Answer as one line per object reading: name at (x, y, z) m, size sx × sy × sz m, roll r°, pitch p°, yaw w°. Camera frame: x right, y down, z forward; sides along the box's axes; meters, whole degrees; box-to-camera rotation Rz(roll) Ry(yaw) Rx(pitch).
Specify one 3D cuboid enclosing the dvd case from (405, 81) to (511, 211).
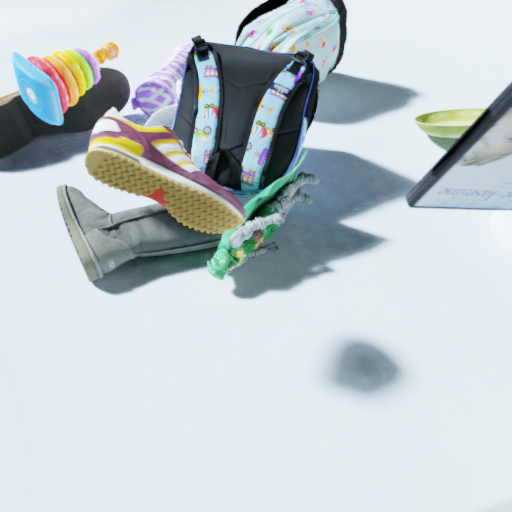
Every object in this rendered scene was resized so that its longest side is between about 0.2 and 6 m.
dvd case at (2.742, -1.081, 5.709) m, size 1.583 × 2.219 × 0.195 m, roll -1°, pitch 65°, yaw -16°

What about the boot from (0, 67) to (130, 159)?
boot at (-4.441, -3.194, 11.747) m, size 3.643 × 1.341 × 1.375 m, roll -28°, pitch 39°, yaw -26°

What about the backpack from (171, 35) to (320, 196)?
backpack at (-0.241, -2.225, 10.006) m, size 2.476 × 1.824 × 2.712 m, roll 9°, pitch 75°, yaw 5°

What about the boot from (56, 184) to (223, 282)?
boot at (-1.788, -0.654, 8.890) m, size 2.336 × 0.848 × 2.124 m, roll -23°, pitch 58°, yaw -16°

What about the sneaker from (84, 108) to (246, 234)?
sneaker at (-0.911, -0.988, 6.389) m, size 1.962 × 0.735 × 0.884 m, roll 27°, pitch 52°, yaw -27°

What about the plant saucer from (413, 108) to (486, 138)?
plant saucer at (4.266, -2.723, 11.507) m, size 1.993 × 0.310 × 1.993 m, roll -5°, pitch 22°, yaw 2°

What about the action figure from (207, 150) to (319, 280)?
action figure at (0.078, -0.447, 8.539) m, size 0.653 × 1.411 × 2.388 m, roll 34°, pitch 57°, yaw 18°

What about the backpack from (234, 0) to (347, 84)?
backpack at (0.801, -4.823, 13.016) m, size 2.816 × 2.350 × 1.782 m, roll -34°, pitch 55°, yaw -27°

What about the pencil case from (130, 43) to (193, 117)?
pencil case at (-1.926, -4.065, 12.924) m, size 1.048 × 1.029 × 2.452 m, roll 7°, pitch 40°, yaw 13°

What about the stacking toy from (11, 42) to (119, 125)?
stacking toy at (-2.606, -2.680, 8.070) m, size 0.915 × 0.865 × 1.577 m, roll 38°, pitch 60°, yaw 14°

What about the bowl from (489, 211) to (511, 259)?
bowl at (5.077, -0.687, 8.716) m, size 2.514 × 1.130 × 2.514 m, roll 0°, pitch 38°, yaw 0°

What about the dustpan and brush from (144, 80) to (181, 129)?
dustpan and brush at (-1.482, -2.786, 11.435) m, size 1.745 × 0.715 × 2.500 m, roll -1°, pitch 41°, yaw -10°
